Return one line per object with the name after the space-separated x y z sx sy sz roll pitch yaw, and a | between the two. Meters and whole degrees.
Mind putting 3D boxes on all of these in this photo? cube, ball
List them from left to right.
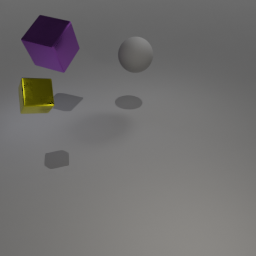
-2.257 -0.773 6.861 0.700 0.700 0.700 -3 -10 -28 | cube
-2.920 -3.226 10.778 1.400 1.400 1.400 17 64 15 | cube
0.301 -2.918 11.208 1.400 1.400 1.400 0 32 0 | ball
